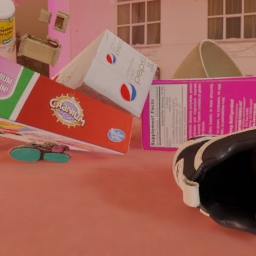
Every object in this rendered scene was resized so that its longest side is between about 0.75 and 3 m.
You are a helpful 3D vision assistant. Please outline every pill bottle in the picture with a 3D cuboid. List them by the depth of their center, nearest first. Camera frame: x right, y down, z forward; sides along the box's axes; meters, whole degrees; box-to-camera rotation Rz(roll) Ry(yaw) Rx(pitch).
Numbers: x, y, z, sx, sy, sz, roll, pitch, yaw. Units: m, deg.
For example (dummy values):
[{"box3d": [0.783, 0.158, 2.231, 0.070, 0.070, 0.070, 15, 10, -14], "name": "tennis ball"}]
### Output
[{"box3d": [-3.347, -2.608, 7.176, 0.797, 0.797, 1.413, -3, -27, -26], "name": "pill bottle"}]

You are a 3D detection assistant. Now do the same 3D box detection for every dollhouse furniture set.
[{"box3d": [-3.426, -3.578, 10.164, 2.179, 1.927, 1.211, 18, 23, -14], "name": "dollhouse furniture set"}]

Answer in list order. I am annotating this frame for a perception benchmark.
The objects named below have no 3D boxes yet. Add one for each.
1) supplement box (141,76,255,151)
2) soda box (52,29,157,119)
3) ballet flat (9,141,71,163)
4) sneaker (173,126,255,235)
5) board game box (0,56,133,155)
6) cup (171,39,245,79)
[{"box3d": [1.487, -0.283, 4.899, 2.379, 1.229, 1.204, 3, 11, 16], "name": "supplement box"}, {"box3d": [-0.822, -0.566, 5.042, 0.993, 0.929, 2.917, 30, -23, -26], "name": "soda box"}, {"box3d": [-1.145, 0.299, 3.702, 0.788, 0.272, 0.280, 6, 38, -24], "name": "ballet flat"}, {"box3d": [1.159, 0.310, 1.799, 1.795, 0.717, 1.168, 1, 7, 15], "name": "sneaker"}, {"box3d": [-1.579, -0.251, 3.519, 2.076, 0.547, 2.714, 1, -14, 41], "name": "board game box"}, {"box3d": [1.831, -0.739, 6.869, 2.274, 2.274, 1.626, -6, -20, -47], "name": "cup"}]
